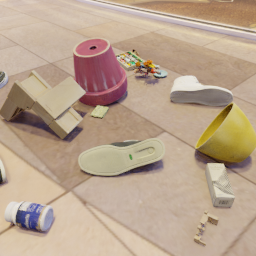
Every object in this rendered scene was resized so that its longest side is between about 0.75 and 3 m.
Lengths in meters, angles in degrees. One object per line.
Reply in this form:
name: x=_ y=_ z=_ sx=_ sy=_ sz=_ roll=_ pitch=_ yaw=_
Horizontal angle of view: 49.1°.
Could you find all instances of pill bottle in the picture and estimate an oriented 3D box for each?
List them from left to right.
pill bottle: x=-2.629 y=2.319 z=7.458 sx=1.132 sy=0.655 sz=0.655 roll=7 pitch=37 yaw=10

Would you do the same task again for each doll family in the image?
doll family: x=0.909 y=-3.073 z=14.062 sx=0.987 sy=0.716 sz=1.590 roll=4 pitch=5 yaw=-38

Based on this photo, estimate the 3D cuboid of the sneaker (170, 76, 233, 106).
sneaker: x=3.331 y=-1.810 z=12.698 sx=2.695 sy=0.993 sz=1.557 roll=7 pitch=40 yaw=11

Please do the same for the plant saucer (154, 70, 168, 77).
plant saucer: x=1.697 y=-2.838 z=14.772 sx=0.768 sy=0.148 sz=0.768 roll=0 pitch=36 yaw=0

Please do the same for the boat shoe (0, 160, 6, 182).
boat shoe: x=-4.495 y=1.071 z=9.082 sx=0.654 sy=0.695 sz=1.934 roll=-16 pitch=42 yaw=-27

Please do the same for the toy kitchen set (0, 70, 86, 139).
toy kitchen set: x=-3.227 y=-0.800 z=11.417 sx=2.598 sy=2.344 sz=2.120 roll=46 pitch=44 yaw=-7

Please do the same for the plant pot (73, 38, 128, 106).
plant pot: x=-1.378 y=-2.597 z=12.388 sx=2.492 sy=2.231 sz=2.492 roll=-6 pitch=45 yaw=6

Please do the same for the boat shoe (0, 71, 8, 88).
boat shoe: x=-6.610 y=-2.222 z=13.374 sx=0.915 sy=0.824 sz=2.588 roll=5 pitch=37 yaw=7

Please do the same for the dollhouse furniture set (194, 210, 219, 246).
dollhouse furniture set: x=2.059 y=2.577 z=7.292 sx=0.382 sy=0.447 sz=0.862 roll=19 pitch=41 yaw=26

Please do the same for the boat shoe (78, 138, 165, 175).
boat shoe: x=-0.208 y=0.943 z=9.298 sx=2.815 sy=1.011 sz=0.952 roll=-10 pitch=1 yaw=-2

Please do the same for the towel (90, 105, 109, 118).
towel: x=-1.188 y=-0.698 z=11.912 sx=0.593 sy=0.146 sz=0.800 roll=13 pitch=39 yaw=15

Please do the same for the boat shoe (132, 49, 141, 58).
boat shoe: x=0.450 y=-4.363 z=16.608 sx=0.405 sy=0.384 sz=1.070 roll=-15 pitch=39 yaw=-19

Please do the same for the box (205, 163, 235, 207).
box: x=2.739 y=1.698 z=8.441 sx=0.562 sy=0.467 sz=1.367 roll=1 pitch=37 yaw=1

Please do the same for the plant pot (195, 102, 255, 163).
plant pot: x=3.412 y=0.345 z=9.331 sx=1.393 sy=1.962 sz=1.962 roll=38 pitch=45 yaw=5

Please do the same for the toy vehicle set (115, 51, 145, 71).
toy vehicle set: x=0.043 y=-3.837 z=15.928 sx=1.121 sy=0.239 sz=1.803 roll=-23 pitch=42 yaw=-18
